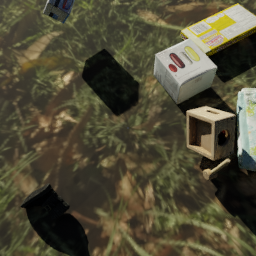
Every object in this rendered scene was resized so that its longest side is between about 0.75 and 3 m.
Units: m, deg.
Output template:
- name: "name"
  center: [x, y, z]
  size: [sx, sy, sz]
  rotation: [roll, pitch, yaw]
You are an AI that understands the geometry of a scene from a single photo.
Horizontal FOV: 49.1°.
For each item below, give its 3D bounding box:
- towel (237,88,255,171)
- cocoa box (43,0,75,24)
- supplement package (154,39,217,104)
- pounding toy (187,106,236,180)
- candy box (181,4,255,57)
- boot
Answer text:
- name: "towel"
  center: [3.993, 0.037, 7.326]
  size: [2.143, 0.603, 2.503]
  rotation: [5, 60, 12]
- name: "cocoa box"
  center: [-2.059, -3.985, 8.694]
  size: [0.716, 0.728, 1.091]
  rotation: [22, 76, -24]
- name: "supplement package"
  center: [1.614, -1.650, 8.141]
  size: [1.237, 0.951, 1.293]
  rotation: [-28, 64, -12]
- name: "pounding toy"
  center: [2.187, 0.445, 6.881]
  size: [0.750, 1.639, 1.439]
  rotation: [-14, 22, -24]
- name: "candy box"
  center: [3.127, -3.263, 9.293]
  size: [2.499, 0.330, 1.277]
  rotation: [-28, 63, -14]
- name: "boot"
  center: [-2.001, 1.870, 6.717]
  size: [1.071, 0.403, 0.801]
  rotation: [-30, 106, 24]
